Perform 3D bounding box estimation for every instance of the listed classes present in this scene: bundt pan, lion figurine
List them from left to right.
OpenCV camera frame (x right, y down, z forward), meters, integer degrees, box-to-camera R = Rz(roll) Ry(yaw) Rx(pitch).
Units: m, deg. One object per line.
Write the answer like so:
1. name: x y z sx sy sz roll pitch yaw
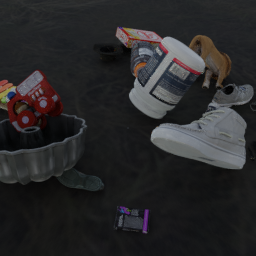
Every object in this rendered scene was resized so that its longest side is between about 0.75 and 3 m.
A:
1. bundt pan: -2.389 0.513 7.093 2.796 1.049 2.796 -2 19 1
2. lion figurine: 3.047 -2.621 10.466 1.075 2.966 1.817 5 66 38

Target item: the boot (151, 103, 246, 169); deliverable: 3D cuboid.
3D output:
1. boot: 1.854 0.038 6.938 2.985 1.426 1.098 20 -16 -34

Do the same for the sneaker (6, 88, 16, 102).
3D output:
1. sneaker: -3.877 -1.085 9.467 0.307 0.270 0.767 10 40 -10

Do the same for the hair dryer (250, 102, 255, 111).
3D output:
1. hair dryer: 5.142 -1.116 9.990 1.337 0.477 1.755 13 40 17

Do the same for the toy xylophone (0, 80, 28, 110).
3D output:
1. toy xylophone: -4.265 -1.224 10.084 2.046 0.514 1.498 14 40 16

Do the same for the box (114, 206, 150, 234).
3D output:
1. box: 0.102 2.070 6.332 0.771 0.139 0.551 6 39 5

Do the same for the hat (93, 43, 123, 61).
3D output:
1. hat: -0.922 -3.386 12.734 1.399 0.564 1.399 6 40 -5

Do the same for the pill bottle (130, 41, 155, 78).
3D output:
1. pill bottle: 0.624 -2.692 11.464 1.058 1.058 1.992 1 39 2

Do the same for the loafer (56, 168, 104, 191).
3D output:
1. loafer: -1.215 1.348 7.108 1.309 0.412 0.470 13 71 22

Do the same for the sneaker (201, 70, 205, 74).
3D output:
1. sneaker: 2.457 -2.291 11.490 1.444 0.563 0.718 2 62 -5

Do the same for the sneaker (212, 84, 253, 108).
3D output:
1. sneaker: 3.803 -1.232 9.897 1.851 0.759 0.692 -23 44 -26

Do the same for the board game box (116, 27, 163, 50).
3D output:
1. board game box: 0.645 -4.266 13.492 2.063 0.478 1.563 -2 37 -26

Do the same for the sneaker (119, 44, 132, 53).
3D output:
1. sneaker: 0.013 -3.895 13.523 1.216 0.365 0.634 9 40 3

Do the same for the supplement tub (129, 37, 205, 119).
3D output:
1. supplement tub: 1.167 -1.531 8.732 1.534 2.185 1.534 28 27 -16

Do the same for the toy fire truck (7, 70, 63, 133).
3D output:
1. toy fire truck: -2.631 -0.676 7.671 1.526 0.855 1.281 -39 83 3

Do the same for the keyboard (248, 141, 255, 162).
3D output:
1. keyboard: 3.741 0.740 7.998 0.662 0.107 1.043 9 39 1
